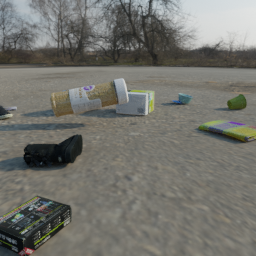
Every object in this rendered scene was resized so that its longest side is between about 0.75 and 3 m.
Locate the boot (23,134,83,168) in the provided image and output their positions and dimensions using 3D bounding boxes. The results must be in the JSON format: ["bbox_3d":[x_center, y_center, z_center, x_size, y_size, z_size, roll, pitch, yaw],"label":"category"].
[{"bbox_3d":[-1.989,0.582,7.619,1.284,0.580,1.567,-2,16,6],"label":"boot"}]

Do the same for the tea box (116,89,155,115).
[{"bbox_3d":[0.367,-1.244,13.238,1.481,0.989,1.457,6,17,21],"label":"tea box"}]

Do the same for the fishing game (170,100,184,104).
[{"bbox_3d":[2.754,-1.408,15.444,0.680,0.148,0.950,21,19,34],"label":"fishing game"}]

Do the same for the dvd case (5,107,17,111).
[{"bbox_3d":[-5.858,-0.960,13.967,0.568,0.061,0.764,-5,16,-17],"label":"dvd case"}]

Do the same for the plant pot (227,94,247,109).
[{"bbox_3d":[5.387,-1.238,13.981,0.720,0.758,0.758,-16,18,-7],"label":"plant pot"}]

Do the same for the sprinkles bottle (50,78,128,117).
[{"bbox_3d":[-1.473,-1.164,10.883,2.894,0.988,0.988,-13,17,-3],"label":"sprinkles bottle"}]

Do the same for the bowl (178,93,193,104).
[{"bbox_3d":[3.106,-1.584,15.328,0.826,0.432,0.826,14,16,-4],"label":"bowl"}]

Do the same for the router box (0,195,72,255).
[{"bbox_3d":[-1.553,1.539,4.544,0.792,0.328,1.057,9,17,28],"label":"router box"}]

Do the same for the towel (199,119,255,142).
[{"bbox_3d":[3.771,0.064,10.018,1.498,0.238,2.086,-12,19,-34],"label":"towel"}]

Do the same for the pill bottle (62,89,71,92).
[{"bbox_3d":[-2.177,-1.379,13.558,1.106,1.106,2.082,14,20,41],"label":"pill bottle"}]

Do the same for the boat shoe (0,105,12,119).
[{"bbox_3d":[-5.711,-0.729,12.300,1.692,0.527,0.631,13,19,35],"label":"boat shoe"}]
